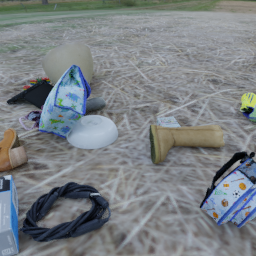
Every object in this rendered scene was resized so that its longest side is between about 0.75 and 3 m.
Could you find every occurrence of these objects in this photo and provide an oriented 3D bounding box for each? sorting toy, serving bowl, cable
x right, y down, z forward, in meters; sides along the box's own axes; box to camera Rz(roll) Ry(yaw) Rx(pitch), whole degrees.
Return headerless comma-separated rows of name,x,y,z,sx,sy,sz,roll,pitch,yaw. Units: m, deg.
sorting toy,-5.024,-2.697,16.305,1.097,0.385,2.275,9,30,14
serving bowl,-1.434,0.013,11.226,2.075,0.683,2.075,1,30,0
cable,-1.735,2.171,7.512,2.322,0.590,1.894,-15,33,-23

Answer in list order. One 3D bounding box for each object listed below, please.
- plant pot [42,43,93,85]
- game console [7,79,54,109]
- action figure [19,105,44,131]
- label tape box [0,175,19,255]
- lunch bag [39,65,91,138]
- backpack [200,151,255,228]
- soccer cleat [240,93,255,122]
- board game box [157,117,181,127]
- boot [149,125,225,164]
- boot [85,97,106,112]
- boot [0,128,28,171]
plant pot,-2.948,-2.920,14.908,2.730,2.730,1.833,-17,74,-27
game console,-4.748,-1.556,14.476,1.879,1.243,2.136,-20,19,28
action figure,-3.436,-0.311,11.669,1.334,1.200,1.791,-28,8,3
label tape box,-4.237,2.368,6.813,2.861,0.946,2.050,-9,31,-18
lunch bag,-2.360,-1.029,10.503,1.399,1.867,2.195,18,50,-28
backpack,2.789,1.778,7.299,1.706,1.791,1.380,-21,49,-26
soccer cleat,5.617,-1.036,12.997,0.989,0.764,2.363,-1,30,2
board game box,1.703,-0.100,11.785,0.749,0.326,1.015,-5,31,-9
boot,2.176,0.474,10.224,2.701,0.893,2.365,2,30,1
boot,-2.038,-0.887,12.653,2.195,0.797,1.996,-6,20,-22
boot,-4.603,0.781,9.779,1.664,0.793,2.151,-19,33,-26
